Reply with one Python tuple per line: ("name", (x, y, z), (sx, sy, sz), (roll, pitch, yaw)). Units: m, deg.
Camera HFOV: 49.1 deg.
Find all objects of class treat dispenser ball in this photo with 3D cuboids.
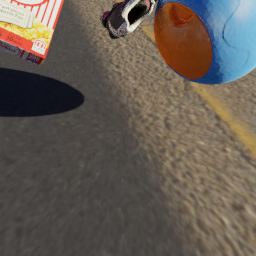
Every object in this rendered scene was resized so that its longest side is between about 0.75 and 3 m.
("treat dispenser ball", (2.031, -2.474, 6.677), (2.850, 2.850, 2.850), (0, 42, 0))

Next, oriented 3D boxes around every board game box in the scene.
("board game box", (-2.405, -2.832, 6.085), (1.813, 0.554, 2.393), (19, 73, -27))

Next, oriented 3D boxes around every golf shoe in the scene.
("golf shoe", (0.359, -2.802, 6.087), (2.147, 0.829, 0.945), (-55, 37, -5))
